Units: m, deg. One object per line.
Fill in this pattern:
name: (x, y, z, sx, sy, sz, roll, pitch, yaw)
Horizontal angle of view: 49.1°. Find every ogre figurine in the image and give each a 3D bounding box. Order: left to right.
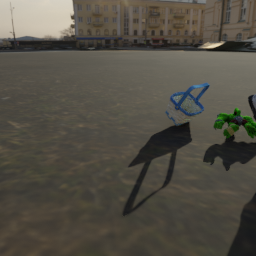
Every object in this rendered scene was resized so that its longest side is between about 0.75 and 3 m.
ogre figurine: (3.009, -0.121, 7.661, 1.372, 0.673, 0.822, -9, 28, 11)

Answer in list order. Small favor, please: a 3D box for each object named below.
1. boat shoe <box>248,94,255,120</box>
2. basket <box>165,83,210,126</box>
boat shoe: (3.050, -0.310, 6.480, 0.366, 1.047, 0.347, -35, 16, -11)
basket: (1.805, -0.774, 8.450, 1.196, 1.356, 0.943, -15, 61, -47)
